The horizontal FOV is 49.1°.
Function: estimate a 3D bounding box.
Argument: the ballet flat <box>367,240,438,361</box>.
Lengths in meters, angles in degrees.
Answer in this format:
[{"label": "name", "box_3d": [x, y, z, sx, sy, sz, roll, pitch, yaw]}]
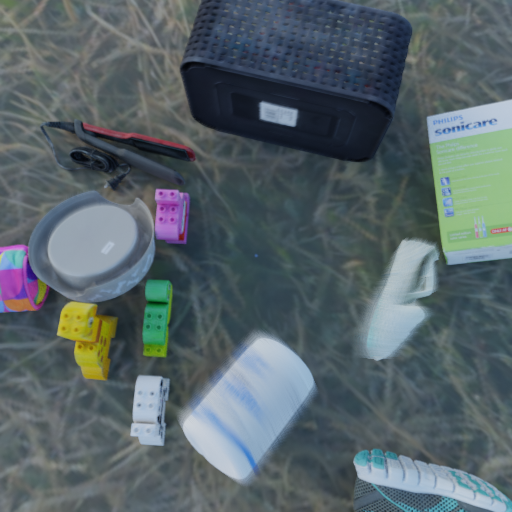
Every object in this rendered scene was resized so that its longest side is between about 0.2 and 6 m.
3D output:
[{"label": "ballet flat", "box_3d": [2.295, 0.628, 8.584, 0.750, 0.750, 2.091, 21, 66, 5]}]

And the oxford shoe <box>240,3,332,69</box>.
[{"label": "oxford shoe", "box_3d": [0.409, -3.584, 9.543, 0.761, 2.036, 0.717, 45, 38, -17]}]

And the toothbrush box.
[{"label": "toothbrush box", "box_3d": [3.765, -1.157, 8.974, 1.704, 1.007, 2.341, -8, 75, 20]}]

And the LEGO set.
[{"label": "LEGO set", "box_3d": [-2.040, 0.718, 8.400, 1.561, 1.679, 4.092, 3, 76, 1]}]

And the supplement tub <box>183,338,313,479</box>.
[{"label": "supplement tub", "box_3d": [-0.098, 2.142, 7.968, 1.128, 1.128, 1.710, 38, 60, 9]}]

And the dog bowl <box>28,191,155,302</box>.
[{"label": "dog bowl", "box_3d": [-2.504, -0.136, 8.808, 1.968, 0.577, 1.968, -4, 54, 5]}]

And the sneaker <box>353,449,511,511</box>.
[{"label": "sneaker", "box_3d": [2.551, 3.677, 8.176, 2.469, 0.958, 1.126, 14, 92, 7]}]

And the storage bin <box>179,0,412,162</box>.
[{"label": "storage bin", "box_3d": [0.602, -2.869, 9.026, 3.234, 2.186, 1.516, 13, 78, 3]}]

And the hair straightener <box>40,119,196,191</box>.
[{"label": "hair straightener", "box_3d": [-2.483, -1.696, 9.591, 2.759, 0.564, 1.062, 18, 76, 5]}]

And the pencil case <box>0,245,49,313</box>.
[{"label": "pencil case", "box_3d": [-4.656, 0.402, 8.774, 2.597, 1.148, 1.148, -2, 76, -3]}]
